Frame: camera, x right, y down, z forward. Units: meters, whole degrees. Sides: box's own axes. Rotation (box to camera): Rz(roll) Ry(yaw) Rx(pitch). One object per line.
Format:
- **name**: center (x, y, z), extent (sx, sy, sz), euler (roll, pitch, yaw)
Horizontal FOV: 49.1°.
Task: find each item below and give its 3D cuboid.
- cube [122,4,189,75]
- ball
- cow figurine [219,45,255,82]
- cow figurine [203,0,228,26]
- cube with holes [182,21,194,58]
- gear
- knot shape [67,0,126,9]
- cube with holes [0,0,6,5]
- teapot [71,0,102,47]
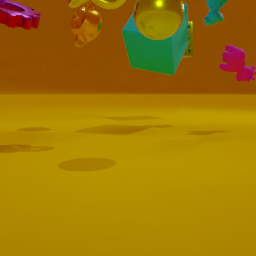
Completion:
- **cube**: center (0.781, -2.395, 7.439), extent (1.295, 1.295, 1.295), euler (16, -27, 22)
- **ball**: center (0.429, -1.610, 3.939), extent (0.709, 0.709, 0.709), euler (0, 7, 0)
- **cow figurine**: center (2.700, -1.526, 6.757), extent (0.906, 0.505, 0.920), euler (21, -22, 17)
- **cow figurine**: center (2.478, -3.603, 8.169), extent (0.581, 1.058, 1.041), euler (-10, -27, -46)
- **cube with holes**: center (1.543, -3.232, 10.461), extent (1.230, 1.230, 1.230), euler (-9, 9, -31)
- **gear**: center (-2.947, -2.819, 6.782), extent (1.559, 0.288, 1.559), euler (16, 28, -9)
- **knot shape**: center (-0.501, -2.572, 5.015), extent (1.099, 1.175, 0.543), euler (13, -16, 8)
- **cube with holes**: center (-3.127, -3.639, 6.027), extent (1.127, 1.127, 1.127), euler (13, -31, -13)
- **teapot**: center (-1.138, -2.821, 7.396), extent (0.904, 1.454, 0.712), euler (7, -6, 45)
